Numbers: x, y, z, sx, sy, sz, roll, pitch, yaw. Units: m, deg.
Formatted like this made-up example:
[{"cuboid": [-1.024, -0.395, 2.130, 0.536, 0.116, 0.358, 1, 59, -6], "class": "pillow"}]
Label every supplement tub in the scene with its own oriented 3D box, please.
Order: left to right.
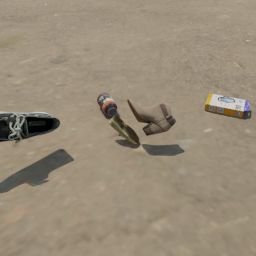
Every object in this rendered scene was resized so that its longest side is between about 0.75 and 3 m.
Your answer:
[{"cuboid": [-0.655, -0.734, 9.083, 0.494, 0.494, 0.923, -13, 39, -18], "class": "supplement tub"}]

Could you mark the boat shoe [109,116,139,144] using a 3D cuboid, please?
[{"cuboid": [-0.124, 0.110, 7.838, 1.004, 0.382, 0.360, 47, 32, 1], "class": "boat shoe"}]

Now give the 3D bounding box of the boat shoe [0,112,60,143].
[{"cuboid": [-2.608, -0.006, 6.644, 2.030, 0.749, 0.693, -3, 7, -40], "class": "boat shoe"}]

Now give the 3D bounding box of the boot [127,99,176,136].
[{"cuboid": [0.663, -0.416, 7.483, 0.916, 1.253, 0.440, -29, -2, -5], "class": "boot"}]

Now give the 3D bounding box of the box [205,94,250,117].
[{"cuboid": [3.299, -0.746, 9.293, 1.357, 0.281, 0.808, 16, 38, 18], "class": "box"}]
